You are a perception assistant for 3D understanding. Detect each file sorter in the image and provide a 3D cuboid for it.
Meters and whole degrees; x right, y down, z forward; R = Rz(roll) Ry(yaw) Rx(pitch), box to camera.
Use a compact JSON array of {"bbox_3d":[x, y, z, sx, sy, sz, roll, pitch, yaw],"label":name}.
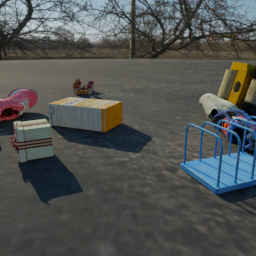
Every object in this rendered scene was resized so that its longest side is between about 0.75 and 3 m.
[{"bbox_3d":[2.202,0.446,5.835,1.792,1.100,1.244,-7,18,-21],"label":"file sorter"}]

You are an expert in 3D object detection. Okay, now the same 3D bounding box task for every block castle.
[{"bbox_3d":[-2.447,-2.322,15.445,1.042,0.731,1.559,-1,17,-2],"label":"block castle"}]

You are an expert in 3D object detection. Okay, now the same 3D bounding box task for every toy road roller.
[{"bbox_3d":[5.032,-1.316,10.638,2.143,1.804,2.935,12,15,-14],"label":"toy road roller"}]

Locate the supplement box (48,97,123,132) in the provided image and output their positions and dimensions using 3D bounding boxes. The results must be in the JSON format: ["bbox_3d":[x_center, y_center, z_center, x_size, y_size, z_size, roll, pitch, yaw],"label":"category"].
[{"bbox_3d":[-1.407,-0.507,9.421,2.135,0.785,1.346,7,17,22],"label":"supplement box"}]

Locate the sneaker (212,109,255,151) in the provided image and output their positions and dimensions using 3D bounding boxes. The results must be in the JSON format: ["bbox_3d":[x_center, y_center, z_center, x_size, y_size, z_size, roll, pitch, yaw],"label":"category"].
[{"bbox_3d":[2.978,0.019,7.628,0.889,0.853,2.266,-4,16,-18],"label":"sneaker"}]

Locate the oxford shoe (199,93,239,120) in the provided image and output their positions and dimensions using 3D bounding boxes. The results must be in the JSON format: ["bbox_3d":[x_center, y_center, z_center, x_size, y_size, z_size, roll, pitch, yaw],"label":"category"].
[{"bbox_3d":[3.050,-0.645,9.973,0.714,0.930,2.474,-35,19,1],"label":"oxford shoe"}]

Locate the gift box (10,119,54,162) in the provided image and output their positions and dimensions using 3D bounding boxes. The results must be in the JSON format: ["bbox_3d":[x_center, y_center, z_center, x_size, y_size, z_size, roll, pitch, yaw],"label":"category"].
[{"bbox_3d":[-2.393,0.207,6.867,0.921,0.986,0.910,-9,14,-24],"label":"gift box"}]

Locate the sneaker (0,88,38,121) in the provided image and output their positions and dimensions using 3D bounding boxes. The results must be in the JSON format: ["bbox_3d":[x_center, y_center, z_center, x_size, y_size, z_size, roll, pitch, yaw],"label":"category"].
[{"bbox_3d":[-4.191,-0.734,10.412,1.125,0.956,2.593,22,29,22],"label":"sneaker"}]
